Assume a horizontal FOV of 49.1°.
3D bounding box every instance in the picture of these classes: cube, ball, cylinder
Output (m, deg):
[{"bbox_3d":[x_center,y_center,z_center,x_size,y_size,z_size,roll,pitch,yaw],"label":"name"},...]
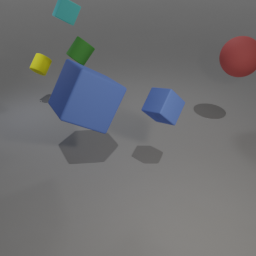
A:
[{"bbox_3d":[-2.179,-4.136,9.903,0.700,0.700,0.700,19,15,-31],"label":"cube"},{"bbox_3d":[3.934,-2.487,9.808,1.400,1.400,1.400,0,30,0],"label":"ball"},{"bbox_3d":[0.919,-0.567,7.282,0.700,0.700,0.700,15,-14,48],"label":"cube"},{"bbox_3d":[-1.582,-2.559,9.342,0.700,0.700,0.700,35,7,-5],"label":"cylinder"},{"bbox_3d":[-1.156,-0.878,7.728,1.400,1.400,1.400,19,13,-34],"label":"cube"},{"bbox_3d":[-3.659,-2.662,11.765,0.700,0.700,0.700,22,-7,3],"label":"cylinder"}]
